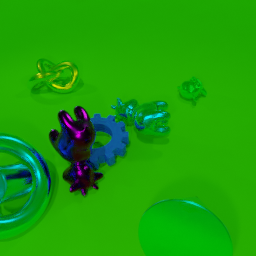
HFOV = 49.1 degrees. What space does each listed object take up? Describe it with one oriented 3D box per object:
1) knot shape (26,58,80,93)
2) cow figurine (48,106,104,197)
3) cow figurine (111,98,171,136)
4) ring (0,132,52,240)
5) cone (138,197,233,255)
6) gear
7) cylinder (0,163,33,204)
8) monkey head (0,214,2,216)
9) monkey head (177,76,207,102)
[{"bbox_3d":[-2.691,-1.753,9.607,1.794,0.829,1.678,30,46,34],"label":"knot shape"},{"bbox_3d":[-1.025,0.536,5.905,0.877,1.598,1.572,-21,69,-38],"label":"cow figurine"},{"bbox_3d":[0.291,-0.305,7.447,1.597,0.891,1.623,-2,21,5],"label":"cow figurine"},{"bbox_3d":[-2.421,1.032,5.313,2.058,0.412,2.058,23,52,-33],"label":"ring"},{"bbox_3d":[1.131,1.608,5.062,1.491,1.491,1.497,14,20,18],"label":"cone"},{"bbox_3d":[-0.802,0.290,7.072,1.614,0.298,1.614,-1,45,1],"label":"gear"},{"bbox_3d":[-2.323,1.053,5.334,0.705,0.705,0.705,16,5,21],"label":"cylinder"},{"bbox_3d":[-3.278,1.490,5.361,1.559,0.940,1.122,-5,9,-18],"label":"monkey head"},{"bbox_3d":[2.138,-1.205,9.181,0.726,0.866,1.204,-47,32,8],"label":"monkey head"}]
